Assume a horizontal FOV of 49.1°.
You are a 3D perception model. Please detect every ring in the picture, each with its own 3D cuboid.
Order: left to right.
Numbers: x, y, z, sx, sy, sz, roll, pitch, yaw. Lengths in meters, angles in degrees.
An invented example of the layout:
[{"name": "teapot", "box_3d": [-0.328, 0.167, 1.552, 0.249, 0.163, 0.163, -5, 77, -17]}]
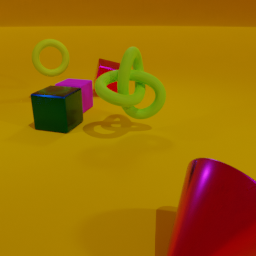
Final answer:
[{"name": "ring", "box_3d": [-2.854, -2.585, 10.383, 1.375, 1.375, 0.275, -9, 23, -22]}]

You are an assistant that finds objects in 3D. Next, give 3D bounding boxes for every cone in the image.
[{"name": "cone", "box_3d": [0.880, 1.498, 3.466, 1.611, 1.605, 1.605, -41, 39, -20]}]

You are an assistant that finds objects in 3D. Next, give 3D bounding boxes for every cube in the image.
[{"name": "cube", "box_3d": [-2.034, -0.575, 8.193, 1.070, 1.070, 1.070, 7, 23, 15]}, {"name": "cube", "box_3d": [-1.835, -1.118, 9.680, 0.957, 0.957, 0.957, 6, 23, 15]}, {"name": "cube", "box_3d": [-0.781, -2.084, 11.460, 1.062, 1.062, 1.062, 11, 29, -12]}]

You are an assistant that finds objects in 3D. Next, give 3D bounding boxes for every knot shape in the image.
[{"name": "knot shape", "box_3d": [0.199, -1.030, 7.463, 0.890, 1.802, 1.926, -16, 33, 57]}]
